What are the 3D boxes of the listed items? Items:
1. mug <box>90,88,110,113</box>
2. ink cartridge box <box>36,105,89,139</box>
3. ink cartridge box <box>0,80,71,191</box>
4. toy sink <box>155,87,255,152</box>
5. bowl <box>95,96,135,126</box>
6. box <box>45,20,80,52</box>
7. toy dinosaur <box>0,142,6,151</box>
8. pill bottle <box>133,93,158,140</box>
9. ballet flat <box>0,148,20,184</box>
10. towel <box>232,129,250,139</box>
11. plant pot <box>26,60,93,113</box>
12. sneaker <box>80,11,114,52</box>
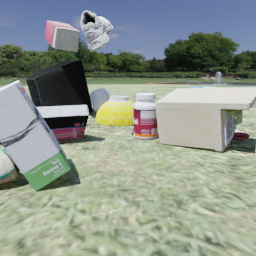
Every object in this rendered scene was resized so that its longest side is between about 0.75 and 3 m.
[{"bbox_3d":[-1.369,-1.227,14.804,1.025,1.217,1.388,-15,-19,-8],"label":"mug"},{"bbox_3d":[-2.794,-0.134,9.122,2.893,0.536,1.370,-2,-32,-19],"label":"ink cartridge box"},{"bbox_3d":[-2.152,0.069,5.909,0.859,2.038,1.489,-31,20,-11],"label":"ink cartridge box"},{"bbox_3d":[2.537,-0.311,8.803,2.766,1.549,1.803,3,23,32],"label":"toy sink"},{"bbox_3d":[-0.402,-0.863,12.946,2.217,1.193,2.217,0,12,0],"label":"bowl"},{"bbox_3d":[-3.056,-4.269,12.958,1.105,0.942,1.728,-2,29,-32],"label":"box"},{"bbox_3d":[-3.454,0.281,7.563,1.744,1.009,1.921,14,5,19],"label":"toy dinosaur"},{"bbox_3d":[0.620,-0.425,9.834,0.876,1.551,0.876,0,11,0],"label":"pill bottle"},{"bbox_3d":[-3.289,0.681,6.380,0.796,0.861,2.554,-33,27,-31],"label":"ballet flat"},{"bbox_3d":[3.289,0.032,10.824,1.801,0.284,2.501,1,11,0],"label":"towel"},{"bbox_3d":[-3.884,-2.029,15.300,2.529,2.851,2.844,-20,20,-29],"label":"plant pot"},{"bbox_3d":[-1.054,-3.369,9.075,0.831,1.060,2.134,-23,34,13],"label":"sneaker"}]
